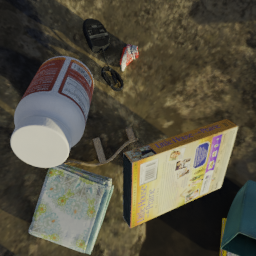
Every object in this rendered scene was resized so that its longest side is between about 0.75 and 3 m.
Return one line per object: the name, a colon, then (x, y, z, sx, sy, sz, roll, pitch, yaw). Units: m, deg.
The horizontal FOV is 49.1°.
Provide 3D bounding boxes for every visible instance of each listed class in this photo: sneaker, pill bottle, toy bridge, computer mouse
sneaker: (0.059, -2.554, 10.252, 0.583, 0.363, 1.088, 10, 77, 4)
pill bottle: (-1.862, -0.493, 7.189, 1.678, 1.678, 2.991, 2, 39, 0)
toy bridge: (-0.960, 0.790, 9.648, 2.764, 0.376, 0.929, -17, 83, -3)
computer mouse: (-0.923, -2.660, 10.283, 0.862, 0.500, 2.941, -18, 84, -27)

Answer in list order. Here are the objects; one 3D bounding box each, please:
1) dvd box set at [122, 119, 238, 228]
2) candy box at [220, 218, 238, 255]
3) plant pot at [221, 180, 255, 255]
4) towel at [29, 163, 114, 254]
dvd box set: (1.206, 1.053, 6.576, 2.830, 2.071, 0.416, -17, 38, -23)
candy box: (4.348, 3.810, 9.119, 2.592, 0.342, 1.325, 8, 75, 1)
plant pot: (3.880, 2.749, 8.541, 1.435, 1.436, 2.032, 19, 51, 8)
towel: (-1.817, 2.554, 9.109, 2.181, 0.613, 2.548, 18, 89, 7)
